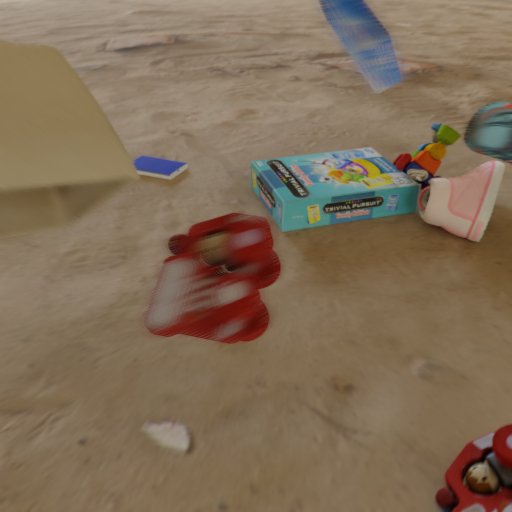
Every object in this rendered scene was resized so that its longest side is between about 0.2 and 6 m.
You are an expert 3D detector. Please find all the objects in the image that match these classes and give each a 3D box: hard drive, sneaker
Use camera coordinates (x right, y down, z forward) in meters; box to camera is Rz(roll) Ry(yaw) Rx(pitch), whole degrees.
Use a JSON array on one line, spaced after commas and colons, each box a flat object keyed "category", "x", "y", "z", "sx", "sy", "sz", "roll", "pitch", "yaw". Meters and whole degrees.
[{"category": "hard drive", "x": -2.292, "y": -2.025, "z": 12.804, "sx": 1.195, "sy": 0.152, "sz": 0.788, "roll": 12, "pitch": 33, "yaw": 20}, {"category": "sneaker", "x": 4.307, "y": -1.765, "z": 8.801, "sx": 2.188, "sy": 0.868, "sz": 1.045, "roll": 9, "pitch": 26, "yaw": -25}, {"category": "sneaker", "x": 3.898, "y": -1.250, "z": 10.716, "sx": 1.322, "sy": 0.952, "sz": 2.530, "roll": 19, "pitch": 40, "yaw": 20}]

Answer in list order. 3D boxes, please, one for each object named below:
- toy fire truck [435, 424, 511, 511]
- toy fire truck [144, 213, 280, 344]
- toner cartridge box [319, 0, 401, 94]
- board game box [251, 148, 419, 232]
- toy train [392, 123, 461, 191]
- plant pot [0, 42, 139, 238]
[{"category": "toy fire truck", "x": 2.304, "y": 2.277, "z": 5.208, "sx": 1.097, "sy": 0.733, "sz": 1.307, "roll": -24, "pitch": 33, "yaw": -3}, {"category": "toy fire truck", "x": -0.436, "y": 0.190, "z": 5.803, "sx": 1.207, "sy": 0.806, "sz": 1.437, "roll": 8, "pitch": 68, "yaw": 14}, {"category": "toner cartridge box", "x": 1.832, "y": -4.267, "z": 10.426, "sx": 0.531, "sy": 1.169, "sz": 2.461, "roll": -29, "pitch": 57, "yaw": 12}, {"category": "board game box", "x": 1.503, "y": -1.419, "z": 11.314, "sx": 2.769, "sy": 0.650, "sz": 2.090, "roll": -9, "pitch": 32, "yaw": -14}, {"category": "toy train", "x": 3.456, "y": -1.973, "z": 10.858, "sx": 0.947, "sy": 1.295, "sz": 2.238, "roll": 36, "pitch": 12, "yaw": 1}, {"category": "plant pot", "x": -2.720, "y": -1.218, "z": 6.016, "sx": 1.879, "sy": 1.666, "sz": 1.881, "roll": -15, "pitch": -6, "yaw": -45}]
